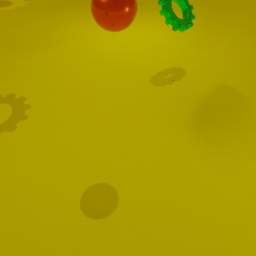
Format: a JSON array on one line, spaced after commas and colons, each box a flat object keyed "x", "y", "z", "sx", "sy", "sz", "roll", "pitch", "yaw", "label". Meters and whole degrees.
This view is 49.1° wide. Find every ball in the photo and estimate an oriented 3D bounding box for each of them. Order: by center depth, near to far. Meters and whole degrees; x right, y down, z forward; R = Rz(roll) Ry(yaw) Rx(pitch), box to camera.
[{"x": -0.265, "y": -2.294, "z": 5.332, "sx": 0.888, "sy": 0.888, "sz": 0.888, "roll": 0, "pitch": 42, "yaw": 0, "label": "ball"}]

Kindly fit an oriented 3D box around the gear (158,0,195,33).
[{"x": 1.719, "y": -4.113, "z": 9.775, "sx": 1.517, "sy": 1.517, "sz": 0.281, "roll": -39, "pitch": 14, "yaw": -35, "label": "gear"}]

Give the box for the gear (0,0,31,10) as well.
[{"x": -3.808, "y": -3.652, "z": 7.821, "sx": 2.041, "sy": 0.377, "sz": 2.041, "roll": -8, "pitch": 14, "yaw": 2, "label": "gear"}]
